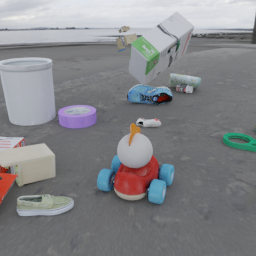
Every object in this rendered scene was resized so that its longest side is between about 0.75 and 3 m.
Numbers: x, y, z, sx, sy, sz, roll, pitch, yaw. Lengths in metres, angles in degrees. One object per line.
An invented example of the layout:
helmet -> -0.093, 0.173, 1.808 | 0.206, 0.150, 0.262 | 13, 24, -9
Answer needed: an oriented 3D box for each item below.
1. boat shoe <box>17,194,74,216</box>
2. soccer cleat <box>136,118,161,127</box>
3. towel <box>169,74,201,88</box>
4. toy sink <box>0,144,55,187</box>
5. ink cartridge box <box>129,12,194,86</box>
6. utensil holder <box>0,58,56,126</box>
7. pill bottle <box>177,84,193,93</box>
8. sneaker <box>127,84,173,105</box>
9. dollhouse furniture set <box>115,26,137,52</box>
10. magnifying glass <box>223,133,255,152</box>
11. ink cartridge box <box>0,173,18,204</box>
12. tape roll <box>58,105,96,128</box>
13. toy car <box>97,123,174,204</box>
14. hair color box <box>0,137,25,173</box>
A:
boat shoe -> -1.946, 1.777, 6.580 | 1.307, 0.405, 0.470 | -5, 23, -12
soccer cleat -> 0.841, -0.185, 11.524 | 1.050, 0.360, 0.447 | 10, 36, 26
towel -> 3.379, -2.797, 16.844 | 1.786, 0.502, 2.087 | 8, 2, 7
toy sink -> -2.871, 1.051, 7.882 | 1.398, 0.783, 0.911 | -9, 23, -34
ink cartridge box -> 1.428, -3.475, 12.398 | 2.770, 2.024, 1.168 | -39, 74, -16
utensil holder -> -4.253, -1.606, 12.070 | 2.146, 2.525, 2.146 | 0, 21, 0
pill bottle -> 3.353, -2.328, 16.520 | 0.861, 0.491, 0.491 | 16, 27, 34
sneaker -> 1.167, -1.664, 14.343 | 2.449, 0.960, 1.101 | -4, 26, -10
dollhouse furniture set -> -0.130, -4.023, 12.637 | 0.621, 0.898, 0.952 | -21, 8, -31
magnifying glass -> 4.414, 0.667, 9.566 | 0.990, 0.279, 2.487 | -17, 26, -36
ink cartridge box -> -3.584, 1.628, 6.042 | 1.320, 0.610, 2.422 | 4, 36, 10
tape roll -> -2.161, -0.508, 12.039 | 1.592, 0.522, 1.592 | -1, 22, 0
toy car -> 0.245, 0.717, 7.244 | 1.724, 1.870, 1.654 | 9, 24, 21
hair color box -> -4.001, 0.864, 8.632 | 0.968, 0.558, 1.745 | 2, 24, 7
